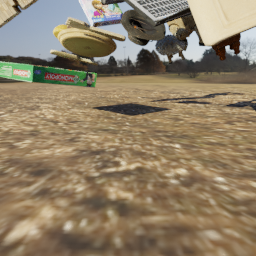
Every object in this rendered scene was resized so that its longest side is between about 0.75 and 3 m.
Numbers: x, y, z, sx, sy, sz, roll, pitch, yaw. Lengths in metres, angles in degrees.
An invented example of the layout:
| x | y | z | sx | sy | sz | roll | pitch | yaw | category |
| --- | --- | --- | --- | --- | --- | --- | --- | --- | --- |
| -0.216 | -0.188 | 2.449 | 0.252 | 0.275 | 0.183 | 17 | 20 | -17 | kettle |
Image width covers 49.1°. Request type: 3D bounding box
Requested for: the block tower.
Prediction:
| x | y | z | sx | sy | sz | roll | pitch | yaw | category |
| --- | --- | --- | --- | --- | --- | --- | --- | --- | --- |
| -3.166 | -3.587 | 7.903 | 2.170 | 0.627 | 0.586 | -29 | 22 | 10 | block tower |

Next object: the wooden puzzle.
| x | y | z | sx | sy | sz | roll | pitch | yaw | category |
| --- | --- | --- | --- | --- | --- | --- | --- | --- | --- |
| 1.554 | -2.018 | 3.225 | 1.901 | 1.758 | 0.354 | -21 | -19 | 21 | wooden puzzle |

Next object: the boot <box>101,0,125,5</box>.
| x | y | z | sx | sy | sz | roll | pitch | yaw | category |
| --- | --- | --- | --- | --- | --- | --- | --- | --- | --- |
| -0.226 | -4.581 | 9.779 | 0.963 | 0.510 | 1.462 | 17 | 39 | 25 | boot |

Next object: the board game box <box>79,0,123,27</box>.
| x | y | z | sx | sy | sz | roll | pitch | yaw | category |
| --- | --- | --- | --- | --- | --- | --- | --- | --- | --- |
| -0.968 | -4.460 | 10.558 | 1.356 | 1.353 | 0.279 | -18 | -19 | -25 | board game box |

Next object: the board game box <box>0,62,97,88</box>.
| x | y | z | sx | sy | sz | roll | pitch | yaw | category |
| --- | --- | --- | --- | --- | --- | --- | --- | --- | --- |
| -2.617 | -1.576 | 8.067 | 2.945 | 0.429 | 1.982 | 15 | 12 | 41 | board game box |

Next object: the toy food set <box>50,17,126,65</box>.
| x | y | z | sx | sy | sz | roll | pitch | yaw | category |
| --- | --- | --- | --- | --- | --- | --- | --- | --- | --- |
| -1.224 | -2.615 | 8.199 | 1.859 | 0.540 | 2.692 | 10 | -8 | -24 | toy food set |

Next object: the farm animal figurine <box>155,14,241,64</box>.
| x | y | z | sx | sy | sz | roll | pitch | yaw | category |
| --- | --- | --- | --- | --- | --- | --- | --- | --- | --- |
| 2.219 | -3.203 | 7.742 | 2.707 | 1.427 | 2.737 | -1 | 50 | 30 | farm animal figurine |

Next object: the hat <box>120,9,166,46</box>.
| x | y | z | sx | sy | sz | roll | pitch | yaw | category |
| --- | --- | --- | --- | --- | --- | --- | --- | --- | --- |
| 0.345 | -2.423 | 7.106 | 1.305 | 0.526 | 1.305 | 10 | 49 | -11 | hat |

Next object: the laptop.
| x | y | z | sx | sy | sz | roll | pitch | yaw | category |
| --- | --- | --- | --- | --- | --- | --- | --- | --- | --- |
| 1.137 | -2.865 | 5.189 | 2.501 | 1.449 | 2.342 | 43 | 43 | 9 | laptop |
